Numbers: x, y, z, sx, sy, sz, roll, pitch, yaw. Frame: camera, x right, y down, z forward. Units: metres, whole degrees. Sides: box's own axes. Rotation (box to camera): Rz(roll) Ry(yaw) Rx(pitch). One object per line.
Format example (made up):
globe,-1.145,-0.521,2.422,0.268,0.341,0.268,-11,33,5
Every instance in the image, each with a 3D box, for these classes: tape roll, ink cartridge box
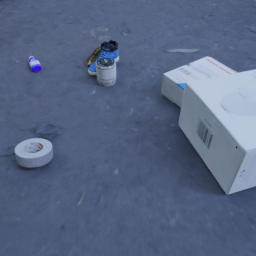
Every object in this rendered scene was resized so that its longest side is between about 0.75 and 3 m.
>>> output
tape roll,-2.717,0.708,8.132,1.034,0.342,1.034,3,30,-1
ink cartridge box,2.626,-1.612,10.311,2.254,0.968,1.651,-24,49,-25

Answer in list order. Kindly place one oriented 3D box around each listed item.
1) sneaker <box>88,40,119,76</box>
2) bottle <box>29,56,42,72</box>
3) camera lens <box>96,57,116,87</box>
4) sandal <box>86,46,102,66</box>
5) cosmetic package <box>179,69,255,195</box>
sneaker,-1.035,-3.036,11.774,0.732,1.061,1.906,26,49,25
bottle,-4.023,-2.766,12.033,0.404,0.316,0.968,-19,46,-19
camera lens,-0.850,-2.206,10.958,0.768,0.960,0.768,0,43,0
sandal,-1.323,-3.192,12.486,0.598,0.402,1.490,21,61,28
cosmetic package,3.490,-0.087,8.051,2.949,1.813,2.940,-12,44,-13
